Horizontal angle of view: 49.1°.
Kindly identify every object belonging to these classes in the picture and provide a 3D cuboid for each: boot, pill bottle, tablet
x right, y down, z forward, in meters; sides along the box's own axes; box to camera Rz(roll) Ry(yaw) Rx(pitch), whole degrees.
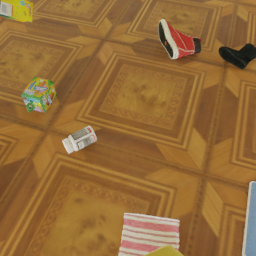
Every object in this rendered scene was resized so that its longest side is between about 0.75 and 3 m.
[{"bbox_3d":[2.507,-4.358,13.384,1.696,0.851,2.351,-14,63,-11],"label":"boot"},{"bbox_3d":[-1.719,0.426,9.927,1.088,0.620,0.620,-27,58,-18],"label":"pill bottle"},{"bbox_3d":[5.094,-3.479,12.836,1.515,0.578,1.273,41,67,18],"label":"boot"},{"bbox_3d":[4.360,2.903,8.369,1.637,0.172,2.516,16,54,12],"label":"tablet"}]

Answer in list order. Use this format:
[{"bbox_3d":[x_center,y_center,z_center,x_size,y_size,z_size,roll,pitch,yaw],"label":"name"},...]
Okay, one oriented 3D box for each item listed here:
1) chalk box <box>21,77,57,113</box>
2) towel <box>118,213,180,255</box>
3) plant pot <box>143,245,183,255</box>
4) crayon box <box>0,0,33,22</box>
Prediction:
[{"bbox_3d":[-3.538,-1.199,11.007,0.837,0.843,1.351,13,56,10],"label":"chalk box"},{"bbox_3d":[0.580,3.563,7.770,1.714,0.350,2.342,6,54,4],"label":"towel"},{"bbox_3d":[0.783,4.025,6.005,2.369,2.354,2.424,-20,56,-6],"label":"plant pot"},{"bbox_3d":[-3.270,-3.473,8.146,0.952,0.604,0.242,1,6,-44],"label":"crayon box"}]
